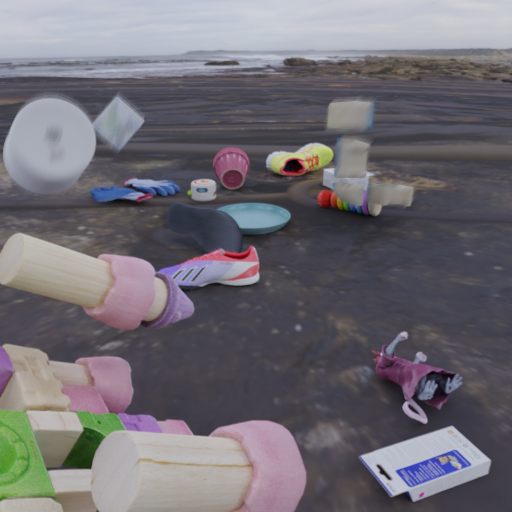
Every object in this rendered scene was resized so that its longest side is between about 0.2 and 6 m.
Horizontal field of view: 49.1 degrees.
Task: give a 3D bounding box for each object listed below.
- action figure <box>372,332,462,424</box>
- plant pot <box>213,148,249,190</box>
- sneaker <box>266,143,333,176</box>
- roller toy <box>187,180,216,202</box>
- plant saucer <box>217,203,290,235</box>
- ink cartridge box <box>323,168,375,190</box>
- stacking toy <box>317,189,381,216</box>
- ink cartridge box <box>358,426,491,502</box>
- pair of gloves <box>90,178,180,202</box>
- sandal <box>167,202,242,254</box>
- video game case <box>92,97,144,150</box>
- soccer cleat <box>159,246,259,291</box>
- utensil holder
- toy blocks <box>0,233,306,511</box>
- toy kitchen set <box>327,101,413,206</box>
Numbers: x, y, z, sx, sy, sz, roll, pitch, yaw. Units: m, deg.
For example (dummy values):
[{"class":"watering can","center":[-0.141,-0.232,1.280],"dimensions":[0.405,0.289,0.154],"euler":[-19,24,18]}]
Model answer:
[{"class":"action figure","center":[1.894,1.527,7.047],"dimensions":[0.846,0.941,1.264],"euler":[37,-13,-30]},{"class":"plant pot","center":[-0.687,-2.404,15.907],"dimensions":[1.042,1.042,0.933],"euler":[-2,38,-5]},{"class":"sneaker","center":[1.453,-2.832,17.173],"dimensions":[2.154,0.842,0.973],"euler":[-16,30,-15]},{"class":"roller toy","center":[-1.388,-1.761,14.846],"dimensions":[0.723,0.505,0.659],"euler":[-20,29,-39]},{"class":"plant saucer","center":[-0.122,-0.844,12.978],"dimensions":[1.818,0.249,1.818],"euler":[-1,23,0]},{"class":"ink cartridge box","center":[2.619,-2.132,15.757],"dimensions":[1.018,0.486,1.160],"euler":[-10,25,-23]},{"class":"stacking toy","center":[2.253,-1.362,13.843],"dimensions":[1.593,0.680,0.680],"euler":[6,22,29]},{"class":"ink cartridge box","center":[1.725,2.154,5.771],"dimensions":[1.239,0.230,0.587],"euler":[-7,24,-22]},{"class":"pair of gloves","center":[-3.289,-1.748,15.172],"dimensions":[1.839,0.261,2.287],"euler":[11,24,30]},{"class":"sandal","center":[-0.990,-0.616,11.485],"dimensions":[0.486,0.864,2.272],"euler":[7,16,-45]},{"class":"video game case","center":[-3.072,-2.948,12.461],"dimensions":[0.789,0.866,0.095],"euler":[41,-4,-15]},{"class":"soccer cleat","center":[-0.866,0.194,9.899],"dimensions":[1.840,0.673,0.628],"euler":[-3,23,-7]},{"class":"utensil holder","center":[-3.885,-2.031,10.516],"dimensions":[1.520,1.520,1.789],"euler":[-12,3,-26]},{"class":"toy blocks","center":[-1.124,1.872,4.612],"dimensions":[2.580,3.065,2.865],"euler":[24,14,-46]},{"class":"toy kitchen set","center":[2.558,-2.252,12.468],"dimensions":[1.725,2.154,1.269],"euler":[0,13,-19]}]
